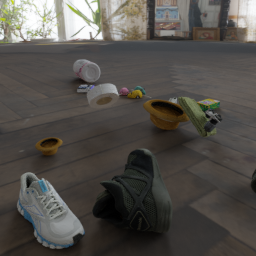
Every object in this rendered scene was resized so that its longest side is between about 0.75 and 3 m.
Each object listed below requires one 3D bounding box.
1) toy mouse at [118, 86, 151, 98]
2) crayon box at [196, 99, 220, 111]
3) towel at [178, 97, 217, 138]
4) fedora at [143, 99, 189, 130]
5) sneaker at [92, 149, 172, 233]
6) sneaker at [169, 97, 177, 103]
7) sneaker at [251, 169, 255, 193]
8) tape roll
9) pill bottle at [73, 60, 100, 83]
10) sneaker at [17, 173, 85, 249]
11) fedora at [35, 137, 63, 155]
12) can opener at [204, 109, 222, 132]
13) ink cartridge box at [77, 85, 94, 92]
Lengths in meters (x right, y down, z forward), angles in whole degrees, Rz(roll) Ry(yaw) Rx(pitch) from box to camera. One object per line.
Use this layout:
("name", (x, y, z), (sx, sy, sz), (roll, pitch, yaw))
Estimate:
("toy mouse", (0.249, -2.075, 15.640), (1.995, 0.386, 1.773), (0, 22, -1))
("crayon box", (3.815, -1.106, 13.363), (1.055, 0.307, 0.627), (-18, 28, -36))
("towel", (2.461, -0.420, 10.004), (1.284, 0.316, 1.731), (-6, 59, -57))
("fedora", (1.476, -0.464, 11.088), (1.919, 0.783, 1.919), (9, 28, -5))
("sneaker", (-0.036, 1.278, 6.528), (1.559, 1.040, 2.721), (3, 27, -9))
("sneaker", (2.113, -1.313, 13.845), (0.341, 0.331, 0.934), (15, 26, 32))
("sneaker", (4.194, 1.261, 6.905), (2.066, 0.790, 1.183), (5, 28, 26))
("tape roll", (-1.030, -1.295, 11.485), (1.274, 0.446, 1.274), (-16, -19, -6))
("pill bottle", (-2.868, -3.914, 18.948), (1.297, 1.297, 2.288), (-11, 24, -24))
("sneaker", (-1.733, 1.615, 5.851), (2.213, 0.959, 0.829), (21, 29, 39))
("fedora", (-2.529, 0.628, 9.030), (0.901, 0.368, 0.901), (0, 25, 0))
("can opener", (2.676, -0.252, 9.173), (0.537, 0.673, 2.014), (39, 10, 11))
("ink cartridge box", (-2.336, -2.310, 16.438), (1.087, 0.236, 1.077), (3, 22, 3))
